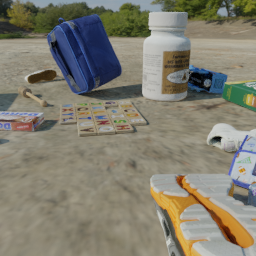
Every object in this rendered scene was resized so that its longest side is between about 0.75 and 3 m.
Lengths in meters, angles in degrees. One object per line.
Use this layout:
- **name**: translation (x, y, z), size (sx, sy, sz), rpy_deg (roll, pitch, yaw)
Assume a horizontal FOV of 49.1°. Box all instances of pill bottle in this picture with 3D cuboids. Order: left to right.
- **pill bottle**: translation (1.346, -2.500, 9.809), size (1.640, 2.867, 1.640), rpy_deg (0, 21, 0)

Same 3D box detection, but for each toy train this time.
- **toy train**: translation (3.021, -1.959, 11.264), size (1.214, 0.921, 2.125), rpy_deg (5, 18, -12)

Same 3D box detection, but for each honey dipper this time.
- **honey dipper**: translation (-3.301, -1.105, 9.725), size (0.370, 0.370, 1.950), rpy_deg (-17, 28, -36)

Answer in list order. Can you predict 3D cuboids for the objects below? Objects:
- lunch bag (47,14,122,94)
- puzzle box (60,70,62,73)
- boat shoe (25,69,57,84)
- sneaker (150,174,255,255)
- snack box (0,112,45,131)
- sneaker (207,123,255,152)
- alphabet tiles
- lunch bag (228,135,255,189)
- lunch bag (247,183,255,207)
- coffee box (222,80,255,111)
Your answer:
- **lunch bag**: translation (-1.717, -2.644, 10.045), size (1.786, 2.699, 1.834), rpy_deg (-33, 15, -28)
- **puzzle box**: translation (-2.777, -3.019, 14.871), size (1.482, 0.188, 0.986), rpy_deg (19, 27, 40)
- **boat shoe**: translation (-4.006, -2.411, 12.842), size (1.488, 0.527, 0.516), rpy_deg (-20, 29, -39)
- **sneaker**: translation (0.800, 1.159, 3.094), size (1.047, 1.033, 2.675), rpy_deg (-4, 7, 4)
- **snack box**: translation (-3.452, -0.200, 7.481), size (2.228, 0.271, 0.801), rpy_deg (2, 21, 5)
- **sneaker**: translation (2.390, 0.333, 5.944), size (1.460, 0.546, 0.727), rpy_deg (11, 34, 40)
- **alphabet tiles**: translation (-0.802, -0.360, 8.143), size (2.314, 0.104, 2.769), rpy_deg (-4, 21, -11)
- **lunch bag**: translation (2.304, 0.665, 4.763), size (0.931, 0.678, 1.096), rpy_deg (15, 38, 33)
- **lunch bag**: translation (2.294, 1.072, 3.527), size (1.247, 0.793, 1.058), rpy_deg (-5, 21, -25)
- **coffee box**: translation (4.604, -0.934, 8.861), size (1.778, 0.636, 2.891), rpy_deg (-7, 22, -18)
